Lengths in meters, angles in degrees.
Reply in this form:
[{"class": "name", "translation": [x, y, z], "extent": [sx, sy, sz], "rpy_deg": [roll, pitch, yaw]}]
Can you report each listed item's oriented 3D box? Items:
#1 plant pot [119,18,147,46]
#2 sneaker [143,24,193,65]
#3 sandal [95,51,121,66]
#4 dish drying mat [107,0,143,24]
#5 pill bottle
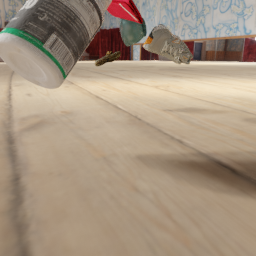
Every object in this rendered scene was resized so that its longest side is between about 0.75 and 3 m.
[{"class": "plant pot", "translation": [0.243, -3.577, 10.122], "extent": [0.742, 1.108, 1.108], "rpy_deg": [-4, 14, 20]}, {"class": "sneaker", "translation": [1.283, -2.292, 8.028], "extent": [0.977, 0.804, 2.124], "rpy_deg": [45, 29, 21]}, {"class": "sandal", "translation": [-0.853, -2.960, 11.660], "extent": [1.352, 0.365, 0.543], "rpy_deg": [-28, -10, -27]}, {"class": "dish drying mat", "translation": [-0.265, -3.835, 9.017], "extent": [0.199, 0.840, 2.186], "rpy_deg": [-46, 38, -2]}, {"class": "pill bottle", "translation": [-1.597, -2.537, 6.701], "extent": [1.662, 1.662, 2.940], "rpy_deg": [12, 63, 35]}]
